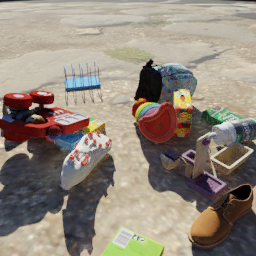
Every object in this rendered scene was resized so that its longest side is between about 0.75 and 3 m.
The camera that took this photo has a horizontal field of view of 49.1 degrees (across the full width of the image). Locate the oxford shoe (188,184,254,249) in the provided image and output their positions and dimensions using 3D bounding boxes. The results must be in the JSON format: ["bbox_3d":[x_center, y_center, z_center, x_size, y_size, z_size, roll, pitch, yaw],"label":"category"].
[{"bbox_3d":[2.346,2.090,7.011,2.338,0.833,0.834,-27,42,-33],"label":"oxford shoe"}]

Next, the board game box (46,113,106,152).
[{"bbox_3d":[-1.953,0.118,10.608,1.391,0.367,1.818,20,37,29],"label":"board game box"}]

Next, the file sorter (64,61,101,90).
[{"bbox_3d":[-2.439,-2.799,14.651,1.779,1.092,1.235,-9,32,-13],"label":"file sorter"}]

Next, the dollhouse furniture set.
[{"bbox_3d":[2.624,0.432,8.713,2.564,1.820,2.032,-24,39,-34],"label":"dollhouse furniture set"}]

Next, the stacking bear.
[{"bbox_3d":[0.815,-0.456,10.724,1.414,1.324,2.328,-34,27,-4],"label":"stacking bear"}]

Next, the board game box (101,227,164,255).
[{"bbox_3d":[-0.242,3.169,5.715,1.152,0.362,2.412,15,32,24],"label":"board game box"}]

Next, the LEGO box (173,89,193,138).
[{"bbox_3d":[2.082,-0.604,10.930,0.649,1.253,1.682,3,31,6],"label":"LEGO box"}]

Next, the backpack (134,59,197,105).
[{"bbox_3d":[1.757,-1.911,12.590,2.610,2.178,1.652,-17,56,-30],"label":"backpack"}]

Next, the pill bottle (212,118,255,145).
[{"bbox_3d":[3.863,0.154,10.087,1.512,0.855,0.855,-10,33,-15],"label":"pill bottle"}]

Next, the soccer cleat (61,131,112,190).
[{"bbox_3d":[-1.322,0.911,8.794,0.949,1.062,2.739,31,24,6],"label":"soccer cleat"}]

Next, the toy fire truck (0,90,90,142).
[{"bbox_3d":[-2.909,-0.281,9.714,2.285,1.526,2.721,16,18,22],"label":"toy fire truck"}]

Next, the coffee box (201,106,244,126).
[{"bbox_3d":[3.919,-0.363,11.397,0.983,0.351,1.598,-18,36,-27],"label":"coffee box"}]

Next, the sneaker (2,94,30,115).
[{"bbox_3d":[-4.602,-0.676,11.645,1.014,0.875,2.314,-3,34,-32],"label":"sneaker"}]
